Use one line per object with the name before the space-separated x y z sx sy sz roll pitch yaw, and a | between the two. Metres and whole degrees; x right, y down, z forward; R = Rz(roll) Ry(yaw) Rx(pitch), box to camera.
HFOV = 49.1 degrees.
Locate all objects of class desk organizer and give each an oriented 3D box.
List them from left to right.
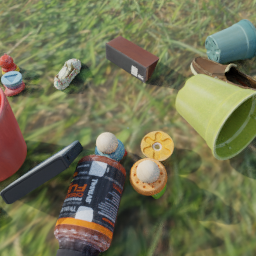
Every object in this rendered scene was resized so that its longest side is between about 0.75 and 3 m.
desk organizer | 0.133 -2.422 9.704 1.900 0.681 0.731 37 59 24

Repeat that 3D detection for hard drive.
hard drive | -1.786 0.893 6.286 1.425 2.042 0.336 -33 94 2

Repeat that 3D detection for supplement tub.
supplement tub | -0.833 1.838 6.163 1.242 1.242 2.323 9 53 6

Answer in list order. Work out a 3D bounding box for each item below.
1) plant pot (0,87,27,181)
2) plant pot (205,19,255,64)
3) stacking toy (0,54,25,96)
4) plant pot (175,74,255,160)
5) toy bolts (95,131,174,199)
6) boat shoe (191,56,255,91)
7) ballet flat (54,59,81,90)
plant pot | -3.606 0.220 6.816 2.226 1.969 2.226 -5 53 6
plant pot | 3.516 -2.880 9.723 1.343 1.371 1.371 -19 55 -4
stacking toy | -4.198 -1.705 9.188 1.353 0.631 1.494 -24 57 -17
plant pot | 2.383 -0.493 7.644 2.045 2.045 1.880 -29 47 -20
toy bolts | 0.168 0.565 6.884 1.948 1.351 1.861 18 66 14
boat shoe | 3.179 -1.707 8.971 0.970 0.972 2.627 -37 62 -24
ballet flat | -2.003 -1.928 9.436 0.596 0.503 1.575 13 54 8
